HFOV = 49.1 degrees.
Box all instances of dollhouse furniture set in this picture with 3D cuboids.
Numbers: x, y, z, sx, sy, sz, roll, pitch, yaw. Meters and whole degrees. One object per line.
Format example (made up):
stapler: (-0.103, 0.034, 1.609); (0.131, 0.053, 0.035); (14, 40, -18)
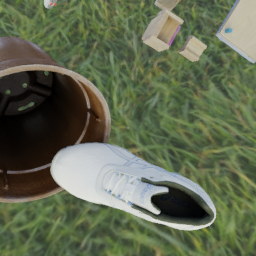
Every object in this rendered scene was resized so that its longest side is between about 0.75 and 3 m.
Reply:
dollhouse furniture set: (1.523, -1.782, 4.746); (2.037, 1.329, 1.923); (28, 97, -14)

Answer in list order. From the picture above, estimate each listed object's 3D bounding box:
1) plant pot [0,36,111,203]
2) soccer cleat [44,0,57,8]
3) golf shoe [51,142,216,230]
plant pot: (-1.827, -0.405, 4.872); (2.349, 2.349, 2.325); (-28, 43, -11)
soccer cleat: (-1.975, -3.961, 7.551); (0.552, 0.493, 1.423); (34, 114, 1)
golf shoe: (0.061, 0.786, 4.034); (2.535, 1.232, 0.992); (16, 81, 1)
